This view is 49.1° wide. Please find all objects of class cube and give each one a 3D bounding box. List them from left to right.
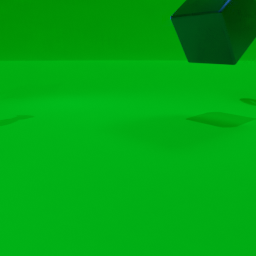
[{"bbox_3d":[2.054,-2.413,6.485,1.329,1.329,1.329,18,61,47],"label":"cube"}]
